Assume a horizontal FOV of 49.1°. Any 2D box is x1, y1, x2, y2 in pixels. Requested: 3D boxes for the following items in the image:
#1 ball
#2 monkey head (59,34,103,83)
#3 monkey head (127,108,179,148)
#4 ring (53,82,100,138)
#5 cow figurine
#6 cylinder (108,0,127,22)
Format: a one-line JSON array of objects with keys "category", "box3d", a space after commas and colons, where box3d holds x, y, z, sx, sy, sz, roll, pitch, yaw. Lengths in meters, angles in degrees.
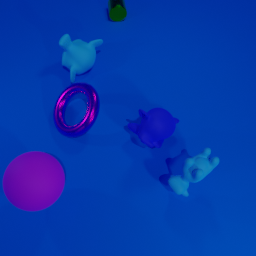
[{"category": "ball", "box3d": [-2.197, 1.243, 6.601, 1.381, 1.381, 1.381, 0, 58, 0]}, {"category": "monkey head", "box3d": [-1.677, -2.473, 9.332, 1.090, 1.301, 1.809, 32, 82, 14]}, {"category": "monkey head", "box3d": [0.638, -0.117, 7.696, 1.260, 1.751, 1.055, 33, 106, 37]}, {"category": "ring", "box3d": [-1.553, -0.554, 8.311, 1.708, 0.342, 1.708, -10, 70, 30]}, {"category": "cow figurine", "box3d": [1.597, 1.135, 6.994, 1.240, 1.220, 0.681, -29, 65, -21]}, {"category": "cylinder", "box3d": [-0.429, -4.766, 11.199, 0.716, 0.716, 0.716, -6, 58, -4]}]
